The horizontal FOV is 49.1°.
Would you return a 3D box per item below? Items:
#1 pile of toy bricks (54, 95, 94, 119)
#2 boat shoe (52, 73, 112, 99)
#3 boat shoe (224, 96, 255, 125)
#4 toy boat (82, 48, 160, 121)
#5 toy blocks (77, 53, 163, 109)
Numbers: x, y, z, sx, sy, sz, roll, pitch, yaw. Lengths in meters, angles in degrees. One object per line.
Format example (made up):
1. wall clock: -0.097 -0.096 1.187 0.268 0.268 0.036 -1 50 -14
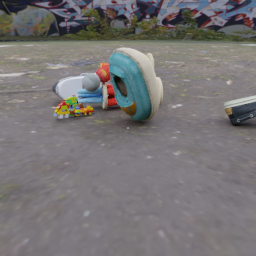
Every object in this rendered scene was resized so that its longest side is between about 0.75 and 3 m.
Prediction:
1. pile of toy bricks: -1.760 -0.730 8.882 1.325 0.654 0.735 -10 19 -43
2. boat shoe: -1.482 -1.672 11.082 2.997 1.075 1.016 -16 23 -31
3. boat shoe: 4.097 -0.635 8.034 2.520 0.784 0.940 -12 -1 14
4. toy boat: -0.260 -1.250 8.291 1.288 2.331 2.772 -35 39 -20
5. toy blocks: -0.413 -1.733 10.171 2.894 1.051 2.412 -4 53 -11
